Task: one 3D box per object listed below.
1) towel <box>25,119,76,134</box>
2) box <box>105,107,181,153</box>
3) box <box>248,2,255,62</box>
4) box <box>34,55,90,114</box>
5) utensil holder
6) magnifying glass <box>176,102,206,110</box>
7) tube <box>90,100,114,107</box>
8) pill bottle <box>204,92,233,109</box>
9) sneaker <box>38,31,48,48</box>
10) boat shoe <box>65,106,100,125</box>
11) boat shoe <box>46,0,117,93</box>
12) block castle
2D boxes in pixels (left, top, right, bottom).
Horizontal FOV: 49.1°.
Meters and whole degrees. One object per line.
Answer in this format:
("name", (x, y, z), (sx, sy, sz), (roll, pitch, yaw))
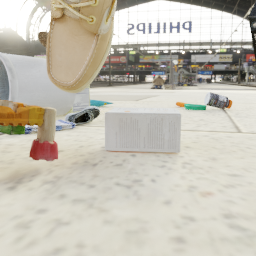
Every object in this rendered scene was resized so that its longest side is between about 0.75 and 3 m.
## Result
("towel", (-2.501, -0.058, 8.158), (1.666, 0.198, 1.224), (-7, 11, -34))
("box", (0.330, 0.008, 5.909), (1.480, 0.787, 1.127), (1, 9, 7))
("box", (3.756, -2.738, 7.230), (0.462, 1.701, 2.123), (20, -15, 36))
("box", (-2.876, -1.920, 12.323), (2.190, 2.490, 1.204), (6, 11, 32))
("utensil holder", (-3.649, -1.451, 10.284), (2.366, 2.366, 2.784), (7, 9, 37))
("magnifying glass", (3.198, -1.170, 14.690), (0.993, 0.279, 2.495), (-3, 9, -17))
("tube", (-1.722, -1.335, 15.259), (1.827, 0.460, 0.708), (-3, 4, -37))
("pill bottle", (4.517, -1.319, 13.945), (1.275, 0.677, 0.677), (14, 8, -7))
("sneaker", (-2.483, -3.195, 10.256), (1.567, 0.558, 0.881), (26, 32, 23))
("boat shoe", (-1.384, -0.342, 9.261), (0.510, 0.518, 1.437), (18, 29, 36))
("boat shoe", (-0.606, -1.812, 3.697), (1.013, 2.747, 0.950), (18, 9, 7))
("block castle", (-2.479, 0.088, 4.567), (2.439, 1.144, 1.630), (11, 7, 32))
